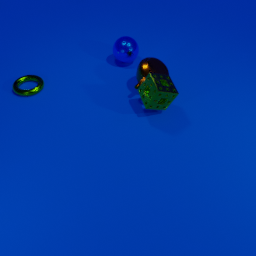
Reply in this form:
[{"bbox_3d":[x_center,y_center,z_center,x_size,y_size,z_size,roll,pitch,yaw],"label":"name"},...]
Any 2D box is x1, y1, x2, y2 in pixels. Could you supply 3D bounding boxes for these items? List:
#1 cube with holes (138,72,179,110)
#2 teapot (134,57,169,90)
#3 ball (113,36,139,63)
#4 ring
[{"bbox_3d":[0.920,-1.117,8.676,0.787,0.787,0.787,2,53,-32],"label":"cube with holes"},{"bbox_3d":[0.829,-1.834,9.756,1.208,0.951,1.943,48,48,-1],"label":"teapot"},{"bbox_3d":[-0.085,-3.019,10.821,1.020,1.020,1.020,0,46,0],"label":"ball"},{"bbox_3d":[-3.533,-1.527,9.945,1.104,0.221,1.104,0,46,0],"label":"ring"}]
